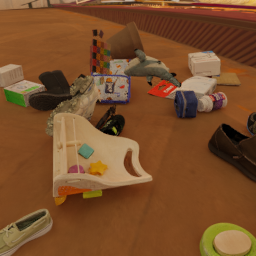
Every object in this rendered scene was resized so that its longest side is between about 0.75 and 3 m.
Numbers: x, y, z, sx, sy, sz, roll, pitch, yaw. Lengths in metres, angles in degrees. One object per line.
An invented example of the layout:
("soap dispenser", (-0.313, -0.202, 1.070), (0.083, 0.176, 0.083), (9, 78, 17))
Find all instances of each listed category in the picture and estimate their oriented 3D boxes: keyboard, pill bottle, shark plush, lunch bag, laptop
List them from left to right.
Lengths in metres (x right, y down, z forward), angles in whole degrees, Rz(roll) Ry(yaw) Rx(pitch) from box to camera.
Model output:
("laptop", (-2.561, -2.223, 13.706), (1.176, 0.685, 1.327), (31, 77, 41))
("keyboard", (-0.759, -0.252, 9.838), (0.395, 1.037, 1.992), (36, 15, -5))
("lunch bag", (-0.781, -2.090, 12.793), (1.874, 1.365, 2.204), (2, 58, 1))
("shark plush", (0.945, -1.940, 10.141), (2.269, 0.945, 1.031), (30, 3, 15))
("lunch bag", (2.280, -0.951, 11.352), (0.848, 0.871, 1.282), (0, 31, 1))
("pill bottle", (3.470, -1.065, 11.738), (1.241, 0.691, 0.691), (-16, 33, -25))

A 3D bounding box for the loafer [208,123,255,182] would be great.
("loafer", (3.644, 0.727, 8.219), (1.078, 1.053, 2.953), (-23, 37, -34))

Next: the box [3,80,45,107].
("box", (-4.629, -1.564, 12.656), (1.373, 0.664, 1.212), (17, 36, 29))

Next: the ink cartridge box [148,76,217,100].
("ink cartridge box", (2.616, -2.011, 13.439), (2.722, 0.643, 2.179), (17, 34, 25))

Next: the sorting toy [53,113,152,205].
("sorting toy", (-0.734, 0.924, 7.681), (2.559, 1.519, 2.843), (1, 31, -15))

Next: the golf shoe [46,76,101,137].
("golf shoe", (-1.723, -0.550, 9.839), (1.095, 1.360, 2.796), (1, 48, 36))

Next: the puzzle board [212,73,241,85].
("puzzle board", (5.217, -2.643, 15.055), (1.337, 0.154, 1.774), (3, 29, 8))

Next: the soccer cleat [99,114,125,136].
("soccer cleat", (-0.573, 0.111, 9.494), (0.834, 0.695, 2.059), (-25, 14, 43))

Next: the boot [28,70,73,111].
("boot", (-3.589, -1.811, 12.530), (2.056, 0.819, 2.494), (-3, 40, -30))

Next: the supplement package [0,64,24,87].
("supplement package", (-6.252, -2.744, 14.595), (0.790, 0.760, 1.389), (13, 32, 22))

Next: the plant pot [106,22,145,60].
("plant pot", (-0.231, -5.294, 17.904), (2.090, 2.397, 2.397), (-18, 30, 4))

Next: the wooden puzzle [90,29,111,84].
("wooden puzzle", (-0.811, -2.083, 8.252), (0.109, 1.554, 0.922), (6, 7, 28))

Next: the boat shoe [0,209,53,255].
("boat shoe", (-2.454, 2.274, 6.055), (1.670, 0.518, 0.601), (-24, 38, -36))

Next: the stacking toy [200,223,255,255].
("stacking toy", (2.656, 2.491, 4.961), (2.638, 1.231, 2.914), (9, 30, 14))

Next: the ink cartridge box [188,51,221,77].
("ink cartridge box", (4.319, -3.672, 15.979), (1.470, 0.849, 2.013), (-6, 28, 5))

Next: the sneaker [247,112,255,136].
("sneaker", (4.662, 0.037, 9.545), (0.806, 0.942, 2.274), (7, 30, 8))
